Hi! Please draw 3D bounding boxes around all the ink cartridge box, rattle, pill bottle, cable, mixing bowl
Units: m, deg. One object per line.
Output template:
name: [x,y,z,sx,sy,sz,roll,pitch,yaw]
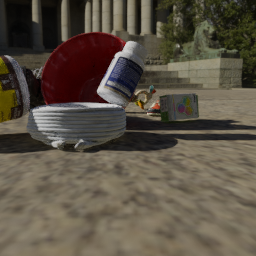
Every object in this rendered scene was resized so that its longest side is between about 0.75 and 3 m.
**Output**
ink cartridge box: [1.647,-0.621,8.258,1.437,0.746,0.426,-5,1,-27]
rattle: [0.858,-1.325,11.969,1.148,0.747,0.820,-24,14,-12]
pill bottle: [-3.437,-0.597,5.604,2.554,1.395,1.395,-19,19,-33]
cable: [-1.043,-0.149,5.751,2.005,0.694,2.005,7,12,37]
pill bottle: [-0.072,-1.185,6.119,0.730,1.314,0.730,25,-8,4]
mixing bowl: [-0.896,-1.137,7.792,2.604,2.604,1.410,2,-17,10]

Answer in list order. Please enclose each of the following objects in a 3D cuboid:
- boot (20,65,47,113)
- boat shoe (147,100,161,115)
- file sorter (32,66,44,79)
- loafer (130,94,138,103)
boot: [-1.902,-1.065,8.652,2.483,0.987,2.852,-1,-15,-6]
boat shoe: [1.091,-0.743,10.009,0.569,0.500,1.598,7,12,23]
file sorter: [-2.814,-1.597,9.972,1.503,0.936,1.043,-6,-32,36]
loafer: [-0.505,-1.024,10.682,1.830,0.617,0.696,1,10,16]
